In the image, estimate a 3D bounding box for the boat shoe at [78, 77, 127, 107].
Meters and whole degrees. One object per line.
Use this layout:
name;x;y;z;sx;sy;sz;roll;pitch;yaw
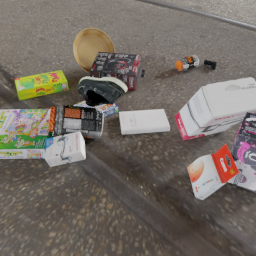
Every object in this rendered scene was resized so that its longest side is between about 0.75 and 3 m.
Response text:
boat shoe;-1.168;-1.205;10.194;2.802;1.047;0.929;11;66;47

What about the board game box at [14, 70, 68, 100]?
board game box;-4.170;-2.103;13.515;2.291;0.546;1.164;-15;43;-17

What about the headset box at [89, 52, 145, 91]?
headset box;-0.434;-2.851;13.992;2.569;0.964;1.909;5;45;6

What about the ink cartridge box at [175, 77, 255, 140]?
ink cartridge box;3.109;-0.588;9.983;1.955;2.692;1.122;-12;75;-13

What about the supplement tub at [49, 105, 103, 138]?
supplement tub;-1.962;-0.247;10.590;1.934;1.185;1.185;5;39;-14

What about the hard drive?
hard drive;0.647;-0.277;11.595;1.935;0.258;1.276;-5;41;-5

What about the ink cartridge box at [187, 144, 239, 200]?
ink cartridge box;2.598;1.331;8.790;0.388;1.548;1.255;23;35;-22

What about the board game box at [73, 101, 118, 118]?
board game box;-1.524;-0.785;12.139;1.855;0.320;1.256;-27;47;-28

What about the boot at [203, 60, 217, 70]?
boot;4.467;-3.466;15.294;0.695;0.316;0.827;14;35;11

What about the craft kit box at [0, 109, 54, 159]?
craft kit box;-4.151;0.167;10.878;2.411;0.592;2.441;-3;40;0

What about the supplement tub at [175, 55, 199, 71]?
supplement tub;3.164;-3.463;15.008;1.142;0.700;0.700;-21;45;-23

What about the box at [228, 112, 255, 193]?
box;4.004;0.842;8.792;1.430;2.164;1.241;19;44;21

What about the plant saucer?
plant saucer;-1.822;-4.004;14.766;2.405;2.405;0.426;-27;15;-28

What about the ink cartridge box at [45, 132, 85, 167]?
ink cartridge box;-2.210;0.740;9.899;1.269;0.545;0.929;-13;53;2
